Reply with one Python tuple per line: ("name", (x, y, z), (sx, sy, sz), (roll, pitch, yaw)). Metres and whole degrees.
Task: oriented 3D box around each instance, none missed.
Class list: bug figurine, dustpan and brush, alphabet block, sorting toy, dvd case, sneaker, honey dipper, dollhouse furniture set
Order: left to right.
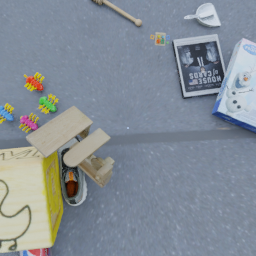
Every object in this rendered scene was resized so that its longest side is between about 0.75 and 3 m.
("alphabet block", (-3.421, 1.952, 8.241), (2.549, 2.503, 2.489), (-6, 99, -5))
("bug figurine", (-3.641, -0.834, 10.199), (1.750, 0.580, 2.256), (40, 77, 2))
("sneaker", (-1.877, 1.334, 9.509), (0.935, 1.003, 2.530), (-9, 76, -3))
("dollhouse furniture set", (-1.555, 0.968, 7.906), (1.913, 2.012, 1.639), (40, 52, 13))
("honey dipper", (-0.466, -4.761, 11.124), (2.408, 0.457, 0.457), (33, 80, 5))
("sorting toy", (1.141, -3.116, 9.804), (0.775, 0.106, 0.436), (-3, 101, -21))
("dvd case", (2.752, -2.359, 10.665), (1.767, 0.291, 2.352), (-8, 78, -2))
("dustpan and brush", (2.890, -4.402, 11.042), (1.484, 0.425, 1.036), (-15, 78, -3))

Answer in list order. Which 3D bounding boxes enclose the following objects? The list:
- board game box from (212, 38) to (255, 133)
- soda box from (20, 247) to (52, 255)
("board game box", (4.911, -1.301, 10.109), (2.977, 0.646, 2.962), (23, 80, -2))
("soda box", (-2.903, 4.339, 8.978), (0.837, 0.758, 2.390), (-12, 77, -3))
